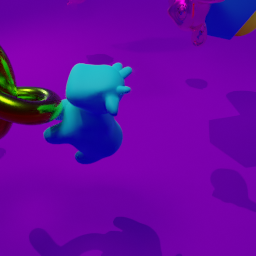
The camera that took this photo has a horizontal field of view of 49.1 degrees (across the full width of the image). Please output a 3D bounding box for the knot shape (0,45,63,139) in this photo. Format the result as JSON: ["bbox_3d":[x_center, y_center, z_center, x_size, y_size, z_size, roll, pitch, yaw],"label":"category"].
[{"bbox_3d":[-2.116,-0.465,4.008,2.047,1.916,0.946,27,61,-32],"label":"knot shape"}]

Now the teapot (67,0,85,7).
[{"bbox_3d":[-1.862,-5.094,10.093,0.974,1.567,0.767,15,34,-30],"label":"teapot"}]

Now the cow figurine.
[{"bbox_3d":[-0.460,-0.164,4.276,1.682,1.710,0.938,-17,48,25],"label":"cow figurine"}]

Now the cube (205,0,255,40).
[{"bbox_3d":[2.055,-3.003,6.364,1.264,1.264,1.264,7,64,-14],"label":"cube"}]

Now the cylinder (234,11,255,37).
[{"bbox_3d":[2.994,-3.320,7.750,1.140,1.140,1.140,-9,48,-10],"label":"cylinder"}]

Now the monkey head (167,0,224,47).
[{"bbox_3d":[1.250,-2.283,5.008,1.125,1.564,0.942,-1,11,35],"label":"monkey head"}]
